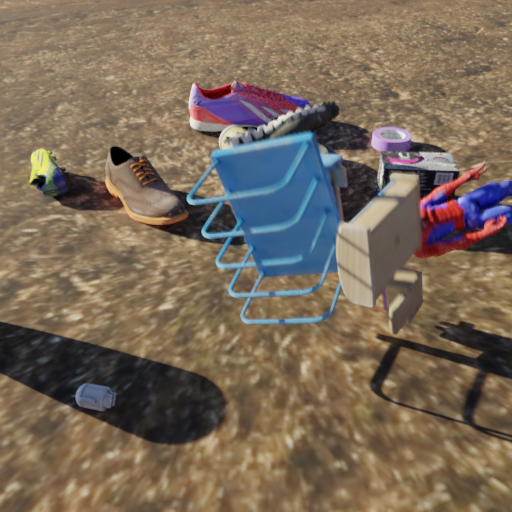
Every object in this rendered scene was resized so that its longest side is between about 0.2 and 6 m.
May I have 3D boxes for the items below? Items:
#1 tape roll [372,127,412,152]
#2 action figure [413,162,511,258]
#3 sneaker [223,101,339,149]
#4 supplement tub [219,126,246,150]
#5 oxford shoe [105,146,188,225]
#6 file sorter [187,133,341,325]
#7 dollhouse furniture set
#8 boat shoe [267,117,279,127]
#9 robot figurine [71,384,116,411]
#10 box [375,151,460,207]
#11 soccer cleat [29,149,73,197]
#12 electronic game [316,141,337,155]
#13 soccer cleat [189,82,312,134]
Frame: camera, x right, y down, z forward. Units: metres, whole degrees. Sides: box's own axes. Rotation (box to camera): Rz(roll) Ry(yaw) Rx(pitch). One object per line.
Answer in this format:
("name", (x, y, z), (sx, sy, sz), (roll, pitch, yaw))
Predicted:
("tape roll", (3.490, -2.982, 14.440), (0.977, 0.320, 0.977), (1, 35, 0))
("action figure", (3.330, -0.704, 8.444), (3.254, 0.841, 1.065), (-17, 68, 5))
("sneaker", (0.620, -2.327, 11.455), (2.429, 1.099, 0.807), (-20, 8, 11))
("supplement tub", (-0.335, -2.633, 13.544), (0.775, 0.775, 1.073), (-19, 40, -25))
("oxford shoe", (-2.419, -1.487, 11.740), (0.981, 1.003, 2.751), (-28, 44, -33))
("file sorter", (0.221, -0.273, 7.679), (1.528, 2.203, 1.351), (-5, 36, 27))
("dollhouse furniture set", (0.920, -0.083, 8.195), (2.497, 2.358, 1.630), (12, 36, 36))
("boat shoe", (0.839, -1.986, 12.267), (0.998, 0.823, 2.909), (-19, 49, -9))
("robot figurine", (-2.187, 1.907, 7.565), (0.566, 0.320, 0.480), (8, -3, 11))
("box", (3.386, -1.618, 11.922), (1.525, 1.008, 0.875), (2, 36, 3))
("soccer cleat", (-4.832, -1.896, 12.675), (0.797, 0.616, 1.906), (-27, 43, -25))
("electronic game", (1.073, -2.263, 13.364), (1.761, 0.366, 1.761), (-3, 43, 3))
("soccer cleat", (-0.099, -4.137, 15.235), (3.450, 1.262, 1.177), (-6, 36, -9))
